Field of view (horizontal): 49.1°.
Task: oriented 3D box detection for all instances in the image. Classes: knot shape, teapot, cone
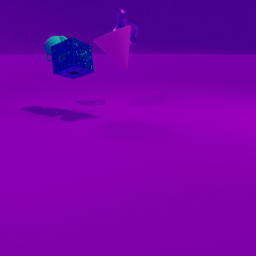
[{"bbox_3d":[-0.040,-3.896,11.285,0.733,1.586,1.484,-10,-8,26],"label":"knot shape"},{"bbox_3d":[-2.604,-2.947,10.262,1.308,0.640,0.813,-40,-13,25],"label":"teapot"},{"bbox_3d":[-0.273,-2.394,8.922,1.272,1.277,1.272,-20,15,6],"label":"cone"}]

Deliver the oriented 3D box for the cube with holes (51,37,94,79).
[{"bbox_3d":[-1.945,-2.406,9.831,1.004,1.004,1.004,-11,-8,31],"label":"cube with holes"}]
